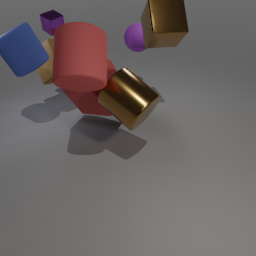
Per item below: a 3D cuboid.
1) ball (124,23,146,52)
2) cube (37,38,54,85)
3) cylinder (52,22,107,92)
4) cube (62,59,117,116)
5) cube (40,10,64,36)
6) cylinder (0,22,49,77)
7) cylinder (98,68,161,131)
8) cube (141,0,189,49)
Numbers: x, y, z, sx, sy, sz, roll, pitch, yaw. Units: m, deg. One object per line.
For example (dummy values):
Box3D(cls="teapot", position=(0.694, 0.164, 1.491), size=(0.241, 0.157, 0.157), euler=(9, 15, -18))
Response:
Box3D(cls="ball", position=(0.499, -4.550, 14.110), size=(1.400, 1.400, 1.400), euler=(0, 31, 0))
Box3D(cls="cube", position=(-2.911, -2.808, 11.784), size=(1.400, 1.400, 1.400), euler=(-22, 1, 40))
Box3D(cls="cylinder", position=(-1.259, -1.824, 7.438), size=(1.400, 1.400, 1.400), euler=(0, -10, 0))
Box3D(cls="cube", position=(-1.141, -1.410, 9.850), size=(1.400, 1.400, 1.400), euler=(6, 58, 34))
Box3D(cls="cube", position=(-3.143, -4.391, 11.685), size=(0.700, 0.700, 0.700), euler=(37, 55, 26))
Box3D(cls="cylinder", position=(-3.751, -2.756, 9.891), size=(1.400, 1.400, 1.400), euler=(-22, 31, 14))
Box3D(cls="cylinder", position=(0.037, -0.879, 8.608), size=(1.400, 1.400, 1.400), euler=(41, 43, 10))
Box3D(cls="cube", position=(1.397, -4.095, 11.040), size=(1.400, 1.400, 1.400), euler=(-6, -6, -10))
